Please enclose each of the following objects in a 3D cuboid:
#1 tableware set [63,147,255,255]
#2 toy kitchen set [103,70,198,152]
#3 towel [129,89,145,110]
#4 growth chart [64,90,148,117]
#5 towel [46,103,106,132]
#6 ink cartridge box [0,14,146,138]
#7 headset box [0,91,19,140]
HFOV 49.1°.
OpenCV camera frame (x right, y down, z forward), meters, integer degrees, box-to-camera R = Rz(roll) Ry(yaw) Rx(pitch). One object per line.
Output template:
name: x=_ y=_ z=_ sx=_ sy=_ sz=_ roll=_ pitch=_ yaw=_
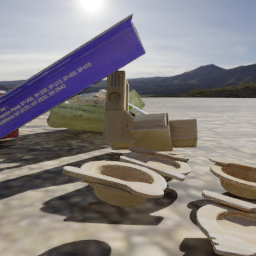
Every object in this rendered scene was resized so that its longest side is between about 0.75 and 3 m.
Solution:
tableware set: x=0.561 y=0.460 z=2.393 sx=1.679 sy=0.233 sz=2.010 roll=12 pitch=10 yaw=16
toy kitchen set: x=0.308 y=-0.367 z=4.194 sx=1.374 sy=1.240 sz=1.121 roll=-3 pitch=-19 yaw=11
towel: x=0.046 y=-0.652 z=8.105 sx=0.844 sy=0.626 sz=0.154 roll=-37 pitch=-6 yaw=24
growth chart: x=-0.517 y=-0.423 z=7.005 sx=2.067 sy=0.253 sz=2.857 roll=24 pitch=-11 yaw=-33
towel: x=-1.006 y=-0.197 z=6.295 sx=1.529 sy=0.279 sz=1.134 roll=8 pitch=-21 yaw=-19
ink cartridge box: x=-0.790 y=-0.644 z=3.682 sx=2.092 sy=0.458 sz=2.111 roll=-30 pitch=13 yaw=6
headset box: x=-3.398 y=-0.249 z=5.370 sx=2.412 sy=0.932 sz=1.795 roll=-11 pitch=17 yaw=-39
